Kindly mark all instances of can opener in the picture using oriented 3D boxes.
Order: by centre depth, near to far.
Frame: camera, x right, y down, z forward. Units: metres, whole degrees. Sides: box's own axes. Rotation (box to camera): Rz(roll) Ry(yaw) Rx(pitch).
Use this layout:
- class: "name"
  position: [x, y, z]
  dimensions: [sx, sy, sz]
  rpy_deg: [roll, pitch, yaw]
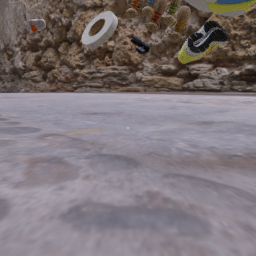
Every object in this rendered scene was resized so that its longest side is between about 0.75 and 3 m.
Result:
- class: "can opener"
  position: [0.375, -2.783, 9.212]
  dimensions: [0.410, 0.330, 1.043]
  rpy_deg: [-11, 48, -28]

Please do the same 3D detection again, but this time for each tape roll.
- class: "tape roll"
  position: [-1.132, -3.852, 11.011]
  dimensions: [1.680, 1.680, 0.307]
  rpy_deg: [9, -22, 45]

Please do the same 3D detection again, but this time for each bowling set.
- class: "bowling set"
  position: [1.049, -4.082, 9.647]
  dimensions: [2.418, 1.298, 1.683]
  rpy_deg: [20, 4, 1]

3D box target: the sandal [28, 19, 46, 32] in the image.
- class: "sandal"
  position: [-2.715, -3.149, 8.578]
  dimensions: [0.949, 0.364, 0.272]
  rpy_deg: [14, 32, 40]

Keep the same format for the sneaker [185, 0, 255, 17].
- class: "sneaker"
  position: [2.088, -2.369, 3.735]
  dimensions: [2.913, 1.103, 1.530]
  rpy_deg: [-11, -9, -20]

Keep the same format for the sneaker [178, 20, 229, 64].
- class: "sneaker"
  position: [2.201, -2.534, 8.411]
  dimensions: [2.050, 0.801, 0.926]
  rpy_deg: [-31, -8, -32]
